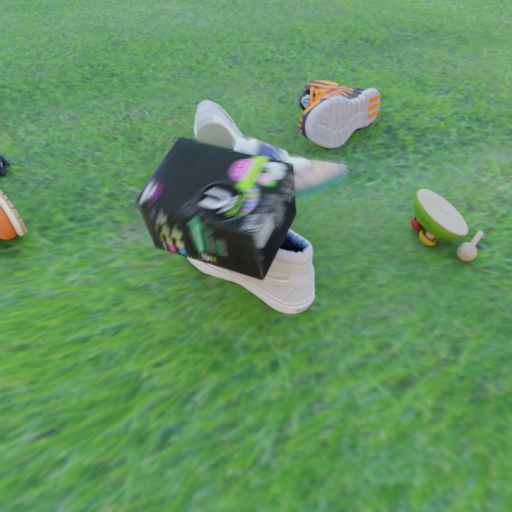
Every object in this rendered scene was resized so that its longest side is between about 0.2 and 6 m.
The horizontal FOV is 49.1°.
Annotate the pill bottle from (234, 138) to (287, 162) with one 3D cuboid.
[{"bbox_3d":[0.047,-1.579,8.863,0.802,0.445,0.445,19,36,-11],"label":"pill bottle"}]

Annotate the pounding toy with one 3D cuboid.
[{"bbox_3d":[3.523,-0.506,10.877,1.575,0.731,1.216,42,35,4],"label":"pounding toy"}]

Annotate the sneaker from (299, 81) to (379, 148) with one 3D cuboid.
[{"bbox_3d":[1.704,-3.761,14.704,1.858,1.286,3.316,22,32,32],"label":"sneaker"}]

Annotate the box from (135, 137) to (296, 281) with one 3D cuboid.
[{"bbox_3d":[-0.548,-0.735,8.455,1.931,1.200,1.434,17,59,19],"label":"box"}]

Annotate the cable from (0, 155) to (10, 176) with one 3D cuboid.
[{"bbox_3d":[-6.381,-2.117,13.198,0.966,0.301,1.184,-30,49,-26],"label":"cable"}]

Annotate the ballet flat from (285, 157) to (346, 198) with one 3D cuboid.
[{"bbox_3d":[0.340,-1.343,10.676,2.740,0.921,0.933,-26,1,10],"label":"ballet flat"}]

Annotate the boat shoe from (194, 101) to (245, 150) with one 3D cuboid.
[{"bbox_3d":[-0.465,-2.114,11.209,0.870,2.493,0.888,-18,55,16],"label":"boat shoe"}]

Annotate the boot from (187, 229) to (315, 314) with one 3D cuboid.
[{"bbox_3d":[-0.173,-0.224,9.758,2.915,1.393,1.072,26,44,30],"label":"boot"}]

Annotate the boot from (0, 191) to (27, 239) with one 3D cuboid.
[{"bbox_3d":[-5.748,-0.734,10.852,2.939,1.103,1.576,19,49,30],"label":"boot"}]
